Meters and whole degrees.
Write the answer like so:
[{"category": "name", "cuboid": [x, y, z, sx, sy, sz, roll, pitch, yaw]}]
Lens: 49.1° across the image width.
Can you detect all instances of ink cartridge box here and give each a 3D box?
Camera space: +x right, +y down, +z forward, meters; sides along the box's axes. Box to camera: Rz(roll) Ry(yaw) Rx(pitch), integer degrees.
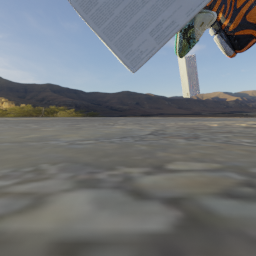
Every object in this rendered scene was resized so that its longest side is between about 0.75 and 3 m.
[{"category": "ink cartridge box", "cuboid": [-0.030, -2.648, 5.135, 2.071, 2.587, 0.612, -42, 18, 8]}]

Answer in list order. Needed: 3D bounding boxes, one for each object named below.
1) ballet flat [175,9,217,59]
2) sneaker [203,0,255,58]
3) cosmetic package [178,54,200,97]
[{"category": "ballet flat", "cuboid": [1.532, -2.662, 5.918, 0.900, 2.424, 0.900, 2, 24, -1]}, {"category": "sneaker", "cuboid": [2.403, -3.217, 6.805, 1.533, 2.736, 1.061, -34, 9, 32]}, {"category": "cosmetic package", "cuboid": [2.248, -1.910, 10.284, 0.607, 1.470, 0.372, -20, 17, -31]}]
